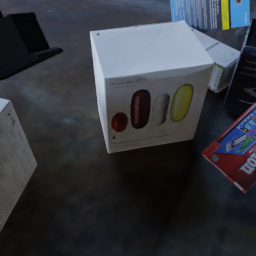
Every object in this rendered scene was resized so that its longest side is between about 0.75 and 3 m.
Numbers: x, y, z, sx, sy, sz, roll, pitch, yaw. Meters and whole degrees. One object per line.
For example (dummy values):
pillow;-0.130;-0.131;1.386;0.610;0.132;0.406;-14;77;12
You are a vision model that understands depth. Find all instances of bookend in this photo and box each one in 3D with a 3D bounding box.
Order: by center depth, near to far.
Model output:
bookend;-3.307;-2.567;7.193;2.336;2.351;1.083;-16;16;28

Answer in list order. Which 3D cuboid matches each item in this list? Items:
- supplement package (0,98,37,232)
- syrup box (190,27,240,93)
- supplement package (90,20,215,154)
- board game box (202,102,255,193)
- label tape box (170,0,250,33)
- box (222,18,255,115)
supplement package;-3.453;1.026;4.937;2.185;2.201;2.900;13;51;8
syrup box;2.133;-2.231;8.631;1.012;0.978;2.485;-34;58;-26
supplement package;0.427;-0.912;6.594;2.260;2.363;1.738;-10;50;-8
board game box;2.861;0.186;6.071;2.309;0.225;1.188;-41;64;-8
label tape box;2.668;-4.097;8.831;0.885;2.016;2.795;-23;23;-38
box;3.501;-1.317;7.004;1.651;2.231;1.164;18;57;14
